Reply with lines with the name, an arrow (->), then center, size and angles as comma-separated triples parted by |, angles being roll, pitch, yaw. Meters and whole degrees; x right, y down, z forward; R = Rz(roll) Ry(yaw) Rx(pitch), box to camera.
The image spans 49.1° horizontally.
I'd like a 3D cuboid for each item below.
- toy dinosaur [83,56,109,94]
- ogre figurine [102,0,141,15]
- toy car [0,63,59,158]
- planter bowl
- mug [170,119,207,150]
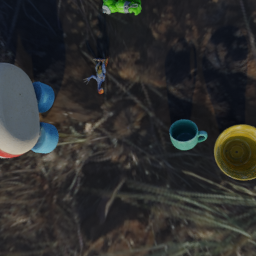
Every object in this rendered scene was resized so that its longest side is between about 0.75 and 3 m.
toy dinosaur -> -0.669, -1.388, 7.427 | 0.970, 0.509, 0.880 | -28, 120, -40
ogre figurine -> -0.188, -3.603, 7.594 | 1.038, 0.849, 1.731 | -9, 76, 9
toy car -> -3.331, -0.173, 6.605 | 2.423, 2.234, 2.143 | -20, 71, 27
planter bowl -> 2.731, 0.591, 6.862 | 1.317, 0.548, 1.317 | -1, 85, 5
mug -> 1.456, 0.239, 6.959 | 0.684, 0.515, 0.832 | -42, 54, -15
